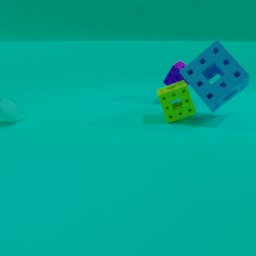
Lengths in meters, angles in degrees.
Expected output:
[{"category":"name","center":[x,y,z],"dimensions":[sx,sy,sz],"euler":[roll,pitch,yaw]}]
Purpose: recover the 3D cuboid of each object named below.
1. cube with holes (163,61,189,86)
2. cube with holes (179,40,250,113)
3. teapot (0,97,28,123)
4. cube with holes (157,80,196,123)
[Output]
[{"category":"cube with holes","center":[1.897,-1.859,10.245],"dimensions":[0.778,0.778,0.778],"euler":[37,37,10]},{"category":"cube with holes","center":[2.565,-1.453,8.263],"dimensions":[1.329,1.329,1.329],"euler":[55,15,16]},{"category":"teapot","center":[-3.397,-0.528,8.000],"dimensions":[0.774,1.245,0.609],"euler":[22,71,37]},{"category":"cube with holes","center":[1.417,-0.796,8.290],"dimensions":[0.865,0.865,0.865],"euler":[-19,16,10]}]
